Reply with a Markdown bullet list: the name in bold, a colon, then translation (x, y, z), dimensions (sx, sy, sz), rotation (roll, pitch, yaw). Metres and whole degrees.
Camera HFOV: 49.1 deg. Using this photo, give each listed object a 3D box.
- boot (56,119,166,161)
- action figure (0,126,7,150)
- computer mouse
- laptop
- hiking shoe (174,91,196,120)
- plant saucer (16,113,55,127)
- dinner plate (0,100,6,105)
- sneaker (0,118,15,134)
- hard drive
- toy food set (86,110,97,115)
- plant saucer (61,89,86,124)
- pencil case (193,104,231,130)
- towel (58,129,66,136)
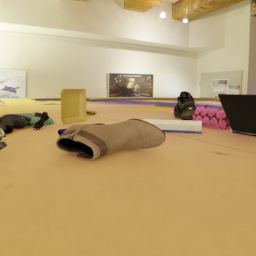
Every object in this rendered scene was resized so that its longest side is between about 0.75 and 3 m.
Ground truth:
- **boot**: translation (-0.442, 0.325, 6.663), dimensions (2.319, 0.814, 1.695), rotation (4, 16, 23)
- **action figure**: translation (-3.051, 0.323, 5.604), dimensions (1.430, 0.748, 1.384), rotation (-20, 11, 39)
- **computer mouse**: translation (-4.218, -0.426, 11.186), dimensions (2.054, 0.473, 1.442), rotation (2, 27, 8)
- **laptop**: translation (4.567, -0.402, 9.062), dimensions (2.424, 1.405, 2.269), rotation (-5, 10, -33)
- **hiking shoe**: translation (3.054, -1.222, 14.716), dimensions (1.070, 1.422, 2.825), rotation (0, 8, -3)
- **plant saucer**: translation (-4.483, -0.384, 12.431), dimensions (2.377, 0.427, 2.377), rotation (0, 8, 0)
- **dinner plate**: translation (-12.350, -2.717, 25.909), dimensions (2.239, 0.271, 2.239), rotation (24, -5, 2)
- **sneaker**: translation (-4.294, -0.006, 9.931), dimensions (0.597, 0.500, 1.316), rotation (10, 15, 1)
- **hard drive**: translation (1.609, -0.090, 10.740), dimensions (2.352, 0.298, 1.552), rotation (2, 8, 15)
- **toy food set**: translation (-2.353, -0.900, 16.825), dimensions (1.020, 0.297, 1.477), rotation (8, 3, 2)
- **plant saucer**: translation (-2.574, -1.040, 12.949), dimensions (0.378, 1.558, 1.558), rotation (6, 10, 32)
- **pencil case**: translation (3.511, -0.424, 11.285), dimensions (0.949, 0.920, 2.027), rotation (19, 4, -18)
- **towel**: translation (-1.179, 0.241, 8.351), dimensions (1.569, 0.389, 1.159), rotation (-6, 15, -31)
